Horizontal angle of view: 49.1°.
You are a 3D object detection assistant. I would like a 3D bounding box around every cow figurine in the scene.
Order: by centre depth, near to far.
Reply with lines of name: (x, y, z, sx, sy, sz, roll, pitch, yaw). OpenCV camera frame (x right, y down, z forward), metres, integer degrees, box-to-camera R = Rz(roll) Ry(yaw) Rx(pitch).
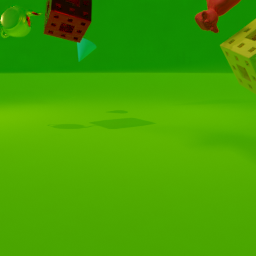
cow figurine: (1.832, -2.415, 5.586, 1.013, 0.556, 0.997, -29, 33, 34)

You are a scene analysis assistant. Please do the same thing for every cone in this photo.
cone: (-1.875, -3.141, 11.639, 0.866, 0.869, 0.866, 21, -4, 2)

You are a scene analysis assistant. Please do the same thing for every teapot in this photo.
teapot: (-3.414, -3.311, 8.812, 1.515, 0.942, 0.742, -30, -14, 12)

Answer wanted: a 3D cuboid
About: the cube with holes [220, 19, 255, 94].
cube with holes: (2.781, -1.432, 5.582, 1.109, 1.109, 1.109, -36, 29, 8)

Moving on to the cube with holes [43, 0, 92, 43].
cube with holes: (-2.005, -3.854, 9.306, 1.270, 1.270, 1.270, 7, -19, -25)
